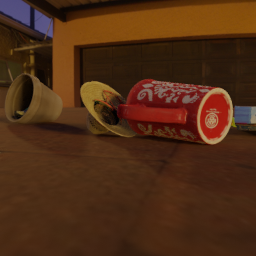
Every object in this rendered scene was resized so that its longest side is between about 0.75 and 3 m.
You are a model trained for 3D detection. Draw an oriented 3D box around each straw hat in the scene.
[{"bbox_3d":[-0.857,-0.351,9.420,1.068,2.523,2.523,-44,-18,27],"label":"straw hat"}]

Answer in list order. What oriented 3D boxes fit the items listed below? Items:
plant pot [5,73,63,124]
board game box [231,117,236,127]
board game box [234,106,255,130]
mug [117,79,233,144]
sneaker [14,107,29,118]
[{"bbox_3d":[-4.697,-1.262,14.453,2.506,2.506,2.174,4,-10,38],"label":"plant pot"},{"bbox_3d":[5.086,-0.272,12.781,0.736,0.345,1.449,1,6,11],"label":"board game box"},{"bbox_3d":[4.970,-0.244,9.187,2.680,0.584,2.693,1,-4,24],"label":"board game box"},{"bbox_3d":[1.223,-0.316,7.976,2.399,1.803,2.703,-37,29,-27],"label":"mug"},{"bbox_3d":[-4.844,-0.918,14.255,0.811,0.935,2.110,-3,0,33],"label":"sneaker"}]
